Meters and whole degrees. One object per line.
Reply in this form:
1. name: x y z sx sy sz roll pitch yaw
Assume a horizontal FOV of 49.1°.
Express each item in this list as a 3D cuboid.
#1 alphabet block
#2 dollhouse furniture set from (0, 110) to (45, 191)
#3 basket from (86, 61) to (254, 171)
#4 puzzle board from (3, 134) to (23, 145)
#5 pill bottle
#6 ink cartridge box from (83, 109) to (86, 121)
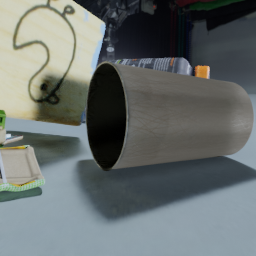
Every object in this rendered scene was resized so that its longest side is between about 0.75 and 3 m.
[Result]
1. alphabet block: -2.581 -1.701 6.226 2.733 2.718 2.783 15 4 32
2. dollhouse furniture set: -1.920 0.484 3.815 1.039 0.803 2.079 3 25 -32
3. basket: 0.659 -0.167 4.408 2.248 1.529 2.027 1 9 -21
4. puzzle board: -3.294 0.285 5.660 1.401 0.162 1.859 3 8 17
5. pill bottle: 0.832 -1.226 8.058 2.910 1.546 1.546 2 9 18
6. ink cartridge box: -1.696 -0.457 9.884 0.657 0.381 0.890 8 9 41
